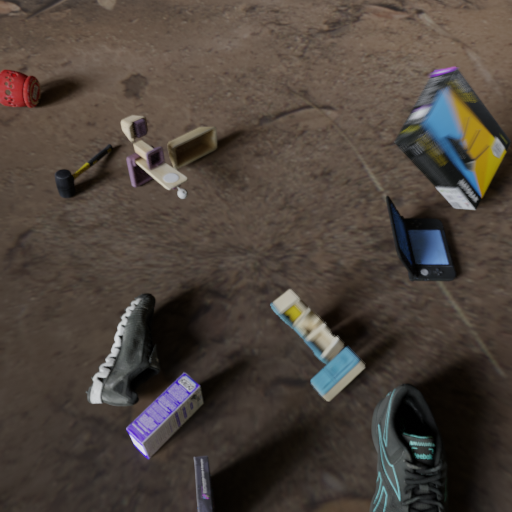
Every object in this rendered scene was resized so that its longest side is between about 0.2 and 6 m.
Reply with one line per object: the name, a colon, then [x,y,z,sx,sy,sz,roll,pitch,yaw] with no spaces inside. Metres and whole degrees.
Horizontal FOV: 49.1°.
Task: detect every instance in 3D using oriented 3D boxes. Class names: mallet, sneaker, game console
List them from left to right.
mallet: [-3.887,-1.958,12.829,0.380,0.607,1.844,22,40,15]
sneaker: [-2.039,1.665,9.741,0.976,0.717,2.156,15,57,8]
sneaker: [2.223,3.304,8.143,1.129,1.187,2.995,0,53,-2]
game console: [3.248,-0.360,11.077,1.365,0.903,1.552,1,54,-2]

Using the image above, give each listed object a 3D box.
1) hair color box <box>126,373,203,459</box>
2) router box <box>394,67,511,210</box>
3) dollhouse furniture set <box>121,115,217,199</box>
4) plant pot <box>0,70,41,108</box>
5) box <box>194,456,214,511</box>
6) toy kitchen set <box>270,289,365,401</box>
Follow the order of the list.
hair color box: [-1.438,2.562,9.010,0.410,0.692,1.267,35,59,25]
router box: [4.045,-2.319,11.388,0.612,2.396,1.787,15,73,56]
dollhouse furniture set: [-1.460,-2.302,12.097,2.241,1.776,1.591,-33,54,-28]
plant pot: [-5.987,-4.211,14.188,0.817,0.897,0.897,9,52,3]
box: [-0.711,3.487,7.922,0.230,1.272,0.910,-7,53,-5]
toy kitchen set: [0.883,1.480,9.441,0.864,1.175,1.466,-44,43,-1]
